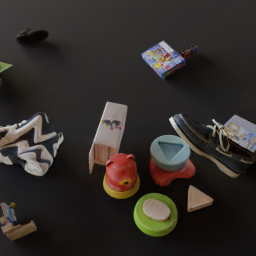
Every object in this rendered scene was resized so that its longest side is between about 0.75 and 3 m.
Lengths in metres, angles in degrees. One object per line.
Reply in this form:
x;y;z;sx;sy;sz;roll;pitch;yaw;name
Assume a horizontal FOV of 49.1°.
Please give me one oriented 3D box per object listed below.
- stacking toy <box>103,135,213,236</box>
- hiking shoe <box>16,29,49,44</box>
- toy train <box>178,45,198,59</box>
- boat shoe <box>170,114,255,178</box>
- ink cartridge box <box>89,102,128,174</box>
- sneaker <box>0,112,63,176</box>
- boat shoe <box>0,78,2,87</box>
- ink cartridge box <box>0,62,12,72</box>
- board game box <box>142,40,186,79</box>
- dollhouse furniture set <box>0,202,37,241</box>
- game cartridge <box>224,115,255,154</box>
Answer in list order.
0.842;1.308;7.403;2.628;1.110;2.379;-22;49;-20;stacking toy
-4.660;-4.566;13.550;1.566;0.593;0.788;-14;50;-12;hiking shoe
2.478;-3.247;12.414;1.870;0.319;0.428;-31;44;-26;toy train
2.261;0.364;7.210;2.815;0.870;1.054;35;28;-21;boat shoe
-0.553;0.341;8.174;0.662;1.123;1.951;12;51;3;ink cartridge box
-3.250;0.165;8.558;2.744;1.095;1.786;16;46;15;sneaker
-5.166;-1.461;10.550;0.586;0.550;1.628;-10;29;2;boat shoe
-6.014;-2.573;11.431;2.103;0.504;1.530;16;46;32;ink cartridge box
1.490;-2.934;11.881;1.174;0.299;1.734;-32;51;-2;board game box
-2.713;2.092;6.800;0.610;0.882;0.934;-20;60;-19;dollhouse furniture set
3.482;0.395;8.857;1.274;0.397;1.914;31;53;32;game cartridge
